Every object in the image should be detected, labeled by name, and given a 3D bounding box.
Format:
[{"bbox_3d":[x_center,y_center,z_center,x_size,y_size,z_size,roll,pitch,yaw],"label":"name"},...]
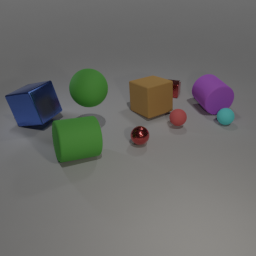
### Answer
[{"bbox_3d":[-3.861,-1.013,11.604,1.400,1.400,1.400,-3,26,29],"label":"cube"},{"bbox_3d":[-1.429,-1.453,10.204,1.400,1.400,1.400,0,30,0],"label":"ball"},{"bbox_3d":[-1.734,0.361,9.470,1.400,1.400,1.400,-8,31,-23],"label":"cylinder"},{"bbox_3d":[0.438,0.276,10.283,0.700,0.700,0.700,0,30,0],"label":"ball"},{"bbox_3d":[1.023,-1.422,12.478,1.400,1.400,1.400,-19,29,-29],"label":"cube"},{"bbox_3d":[4.077,-0.481,11.695,0.700,0.700,0.700,0,30,0],"label":"ball"},{"bbox_3d":[3.826,-1.541,12.717,1.400,1.400,1.400,-7,34,-12],"label":"cylinder"},{"bbox_3d":[2.273,-2.012,14.308,0.700,0.700,0.700,9,32,18],"label":"cube"},{"bbox_3d":[2.042,-0.434,11.413,0.700,0.700,0.700,0,30,0],"label":"ball"}]
